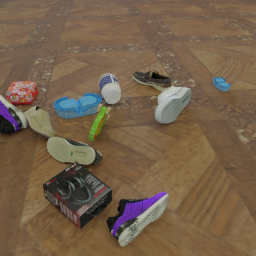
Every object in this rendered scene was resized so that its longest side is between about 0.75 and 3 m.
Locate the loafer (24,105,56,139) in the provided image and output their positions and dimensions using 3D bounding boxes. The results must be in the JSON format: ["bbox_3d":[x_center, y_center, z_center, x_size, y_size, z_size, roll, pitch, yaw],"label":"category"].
[{"bbox_3d":[-3.408,-0.305,10.928,2.176,0.823,0.743,36,88,41],"label":"loafer"}]

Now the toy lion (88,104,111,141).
[{"bbox_3d":[-1.117,-0.124,10.551,0.488,1.420,1.361,23,75,1],"label":"toy lion"}]

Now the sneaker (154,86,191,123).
[{"bbox_3d":[1.726,-1.016,12.057,1.052,1.085,2.972,12,27,30],"label":"sneaker"}]

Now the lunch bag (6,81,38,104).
[{"bbox_3d":[-4.902,-1.693,13.187,1.345,0.626,1.527,-2,36,-3],"label":"lunch bag"}]

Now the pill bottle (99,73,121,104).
[{"bbox_3d":[-0.843,-1.841,13.157,0.917,0.917,1.585,-7,36,-9],"label":"pill bottle"}]

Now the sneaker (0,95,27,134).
[{"bbox_3d":[-5.380,-0.538,11.325,2.659,0.924,1.323,27,44,32],"label":"sneaker"}]

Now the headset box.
[{"bbox_3d":[-1.373,1.921,8.039,1.720,0.664,1.280,31,46,29],"label":"headset box"}]

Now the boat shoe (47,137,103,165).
[{"bbox_3d":[-1.914,0.827,9.782,2.198,0.789,0.743,13,1,28],"label":"boat shoe"}]

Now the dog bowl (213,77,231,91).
[{"bbox_3d":[4.750,-2.220,14.227,0.636,0.283,1.141,-7,37,-9],"label":"dog bowl"}]

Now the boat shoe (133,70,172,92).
[{"bbox_3d":[1.248,-2.559,14.273,2.368,0.767,0.852,30,45,34],"label":"boat shoe"}]

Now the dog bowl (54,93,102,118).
[{"bbox_3d":[-2.156,-0.965,12.278,2.083,0.516,1.161,-13,37,-16],"label":"dog bowl"}]

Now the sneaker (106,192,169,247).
[{"bbox_3d":[0.240,2.204,7.663,1.995,0.693,0.992,-29,48,-35],"label":"sneaker"}]
